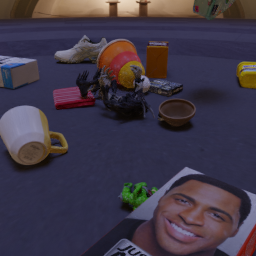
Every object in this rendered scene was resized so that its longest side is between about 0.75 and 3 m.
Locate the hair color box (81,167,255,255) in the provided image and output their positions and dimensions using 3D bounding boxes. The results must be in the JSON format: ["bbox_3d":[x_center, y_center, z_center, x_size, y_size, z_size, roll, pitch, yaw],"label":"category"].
[{"bbox_3d":[0.582,1.629,3.511,1.406,0.848,2.769,19,31,36],"label":"hair color box"}]

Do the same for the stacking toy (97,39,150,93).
[{"bbox_3d":[0.040,-2.147,10.988,1.838,1.838,2.516,-14,48,-27],"label":"stacking toy"}]

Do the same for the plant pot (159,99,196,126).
[{"bbox_3d":[1.396,-0.379,7.995,1.021,0.471,1.021,-3,37,3],"label":"plant pot"}]

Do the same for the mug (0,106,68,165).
[{"bbox_3d":[-2.116,0.197,6.302,1.376,1.102,1.129,-18,38,-20],"label":"mug"}]

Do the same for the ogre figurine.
[{"bbox_3d":[0.243,1.185,4.891,0.961,0.471,0.576,28,24,25],"label":"ogre figurine"}]

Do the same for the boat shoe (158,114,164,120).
[{"bbox_3d":[1.244,-0.484,8.509,0.859,0.294,0.317,-16,30,-30],"label":"boat shoe"}]

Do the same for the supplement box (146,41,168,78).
[{"bbox_3d":[1.332,-3.113,12.698,0.923,1.372,1.391,3,26,7],"label":"supplement box"}]

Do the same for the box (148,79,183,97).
[{"bbox_3d":[1.351,-1.568,10.750,1.198,0.294,0.965,22,32,38],"label":"box"}]

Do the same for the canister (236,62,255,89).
[{"bbox_3d":[5.195,-2.190,11.579,1.222,0.712,1.646,7,28,14],"label":"canister"}]

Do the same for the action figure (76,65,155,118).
[{"bbox_3d":[-0.319,-1.257,8.734,2.871,1.465,1.706,25,24,35],"label":"action figure"}]

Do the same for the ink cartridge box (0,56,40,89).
[{"bbox_3d":[-5.100,-2.379,11.712,2.143,0.902,1.549,11,28,21],"label":"ink cartridge box"}]

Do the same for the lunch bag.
[{"bbox_3d":[2.879,-4.359,8.613,0.771,1.604,2.001,38,56,18],"label":"lunch bag"}]

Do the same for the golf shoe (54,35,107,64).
[{"bbox_3d":[-2.487,-4.236,14.979,2.953,1.436,1.156,-3,28,-3],"label":"golf shoe"}]

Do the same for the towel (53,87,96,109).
[{"bbox_3d":[-1.944,-1.109,9.910,1.347,0.209,1.862,-9,25,-13],"label":"towel"}]
